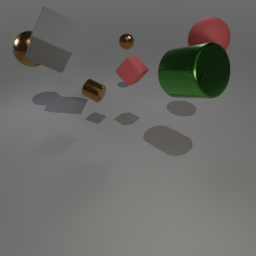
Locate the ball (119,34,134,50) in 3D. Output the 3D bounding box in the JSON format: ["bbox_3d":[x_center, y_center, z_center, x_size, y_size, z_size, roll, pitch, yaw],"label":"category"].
[{"bbox_3d":[-0.070,-3.955,12.815,0.700,0.700,0.700,0,32,0],"label":"ball"}]

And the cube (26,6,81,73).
[{"bbox_3d":[-2.684,-3.124,10.071,1.400,1.400,1.400,21,61,-20],"label":"cube"}]

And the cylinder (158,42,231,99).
[{"bbox_3d":[1.780,-1.521,7.624,1.400,1.400,1.400,-21,18,-30],"label":"cylinder"}]

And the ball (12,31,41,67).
[{"bbox_3d":[-3.879,-3.159,11.230,1.400,1.400,1.400,0,32,0],"label":"ball"}]

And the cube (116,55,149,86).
[{"bbox_3d":[0.150,-1.982,9.654,0.700,0.700,0.700,50,36,5],"label":"cube"}]

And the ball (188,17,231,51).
[{"bbox_3d":[2.761,-3.053,9.570,1.400,1.400,1.400,0,32,0],"label":"ball"}]

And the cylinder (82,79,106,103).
[{"bbox_3d":[-1.299,-1.425,10.713,0.700,0.700,0.700,28,38,10],"label":"cylinder"}]
